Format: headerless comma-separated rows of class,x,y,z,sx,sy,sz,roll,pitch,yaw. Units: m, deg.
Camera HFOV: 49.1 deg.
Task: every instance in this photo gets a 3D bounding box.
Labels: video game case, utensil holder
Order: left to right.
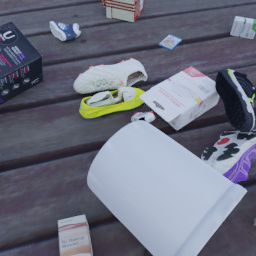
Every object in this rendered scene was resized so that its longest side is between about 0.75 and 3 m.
utensil holder,0.766,1.425,6.251,2.299,2.299,2.705,-37,60,-26
video game case,1.798,-3.634,11.868,0.627,0.078,0.876,30,56,22

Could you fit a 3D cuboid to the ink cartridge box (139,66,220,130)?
ink cartridge box,1.677,-0.914,9.147,2.456,0.829,1.430,-30,57,-25

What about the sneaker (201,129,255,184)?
sneaker,2.979,0.811,7.719,2.913,1.215,1.174,-26,21,-36

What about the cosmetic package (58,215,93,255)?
cosmetic package,-1.149,2.702,6.225,0.686,0.579,1.328,-12,42,-10

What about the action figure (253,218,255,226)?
action figure,4.054,2.192,6.502,1.995,1.078,2.062,12,52,21

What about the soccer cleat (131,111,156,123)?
soccer cleat,0.379,-0.258,8.553,0.472,0.380,1.108,-37,16,-32

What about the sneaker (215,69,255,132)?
sneaker,3.293,-0.932,7.899,1.068,0.925,2.579,2,44,-3

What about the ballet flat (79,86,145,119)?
ballet flat,-0.436,-0.945,9.194,2.410,0.808,0.805,-18,53,-14

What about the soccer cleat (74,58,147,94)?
soccer cleat,-0.568,-1.734,9.814,2.668,0.925,1.035,-22,56,-21

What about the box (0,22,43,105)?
box,-4.512,-1.884,9.212,2.904,1.540,1.775,-37,80,-26

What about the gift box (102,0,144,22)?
gift box,-0.189,-6.089,12.853,1.631,1.746,1.612,16,47,15

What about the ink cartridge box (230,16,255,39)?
ink cartridge box,4.976,-4.300,11.998,0.988,0.724,0.410,15,51,11

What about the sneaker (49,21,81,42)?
sneaker,-2.656,-4.271,12.109,1.023,0.563,1.397,-27,54,-26
